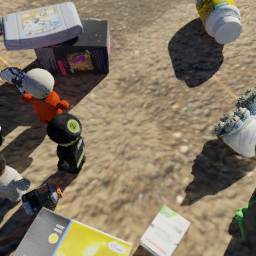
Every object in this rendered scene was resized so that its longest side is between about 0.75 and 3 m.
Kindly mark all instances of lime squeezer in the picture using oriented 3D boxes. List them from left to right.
[{"bbox_3d":[2.790,2.035,6.638,0.405,0.216,1.147,28,58,19],"label":"lime squeezer"}]

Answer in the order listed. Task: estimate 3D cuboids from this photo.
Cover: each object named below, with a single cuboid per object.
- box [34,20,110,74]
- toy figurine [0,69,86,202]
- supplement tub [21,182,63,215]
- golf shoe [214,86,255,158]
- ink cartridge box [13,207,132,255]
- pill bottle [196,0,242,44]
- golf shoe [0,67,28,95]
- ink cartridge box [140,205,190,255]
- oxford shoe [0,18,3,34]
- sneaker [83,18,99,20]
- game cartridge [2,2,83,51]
[{"bbox_3d":[-1.784,-2.711,9.407,2.321,1.231,1.419,-1,55,-1],"label":"box"},{"bbox_3d":[-2.592,0.140,6.929,2.741,1.937,2.784,-24,58,-16],"label":"toy figurine"},{"bbox_3d":[-2.044,1.660,6.706,0.870,0.533,0.533,-23,58,-16],"label":"supplement tub"},{"bbox_3d":[3.697,-0.357,7.942,2.807,1.099,1.365,-43,93,-17],"label":"golf shoe"},{"bbox_3d":[-1.364,3.083,5.709,2.257,0.537,2.284,18,54,12],"label":"ink cartridge box"},{"bbox_3d":[3.401,-4.217,10.464,1.272,1.272,2.256,-5,55,-3],"label":"pill bottle"},{"bbox_3d":[-3.402,-1.459,8.893,1.626,0.632,0.768,9,55,8],"label":"golf shoe"},{"bbox_3d":[0.823,2.369,6.265,0.711,0.410,0.977,32,60,21],"label":"ink cartridge box"},{"bbox_3d":[-5.443,-3.783,10.581,1.573,0.581,0.557,-25,58,-17],"label":"oxford shoe"},{"bbox_3d":[-1.664,-3.611,10.544,1.696,0.657,0.676,-16,72,-4],"label":"sneaker"},{"bbox_3d":[-2.670,-3.148,8.701,2.378,0.494,1.583,-16,51,-9],"label":"game cartridge"}]
